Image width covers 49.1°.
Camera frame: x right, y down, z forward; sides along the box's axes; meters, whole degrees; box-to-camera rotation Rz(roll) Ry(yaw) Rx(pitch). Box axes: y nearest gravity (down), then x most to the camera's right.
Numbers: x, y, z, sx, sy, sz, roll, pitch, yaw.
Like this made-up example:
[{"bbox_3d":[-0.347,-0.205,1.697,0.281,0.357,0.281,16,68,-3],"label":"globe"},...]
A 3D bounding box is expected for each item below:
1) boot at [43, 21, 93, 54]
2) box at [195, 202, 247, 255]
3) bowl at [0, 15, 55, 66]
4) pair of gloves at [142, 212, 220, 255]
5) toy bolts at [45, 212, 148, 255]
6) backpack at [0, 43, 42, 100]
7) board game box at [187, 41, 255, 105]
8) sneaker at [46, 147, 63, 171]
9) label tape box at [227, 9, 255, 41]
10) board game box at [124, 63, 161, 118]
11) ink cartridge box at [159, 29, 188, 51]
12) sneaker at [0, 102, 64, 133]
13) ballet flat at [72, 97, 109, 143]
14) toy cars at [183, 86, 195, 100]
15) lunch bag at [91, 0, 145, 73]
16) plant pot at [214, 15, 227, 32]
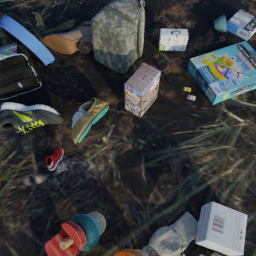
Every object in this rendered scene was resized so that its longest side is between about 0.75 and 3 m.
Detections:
[{"bbox_3d":[-2.416,-4.419,13.382,2.631,0.924,1.924,16,55,8],"label":"boot"},{"bbox_3d":[2.919,3.164,8.775,1.246,0.814,1.239,21,62,-1],"label":"box"},{"bbox_3d":[-4.318,-3.629,11.938,2.580,2.580,0.506,37,84,19],"label":"bowl"},{"bbox_3d":[1.823,4.079,8.582,2.125,0.438,2.499,-28,63,-15],"label":"pair of gloves"},{"bbox_3d":[-0.978,3.966,8.298,2.758,2.002,2.887,-45,75,21],"label":"toy bolts"},{"bbox_3d":[-4.911,-2.274,11.425,2.223,1.974,1.674,-24,48,-6],"label":"backpack"},{"bbox_3d":[4.464,-2.490,12.274,2.926,0.687,2.209,-21,62,-12],"label":"board game box"},{"bbox_3d":[-2.679,1.047,10.280,0.377,0.556,0.962,11,60,6],"label":"sneaker"},{"bbox_3d":[5.903,-5.296,13.973,1.271,0.586,1.774,37,68,18],"label":"label tape box"},{"bbox_3d":[0.558,-1.471,11.119,0.799,1.650,1.315,31,65,17],"label":"board game box"},{"bbox_3d":[2.110,-4.114,13.095,1.240,0.902,0.521,2,60,1],"label":"ink cartridge box"},{"bbox_3d":[-3.806,-0.260,10.920,2.665,0.992,1.128,5,65,13],"label":"sneaker"},{"bbox_3d":[-1.581,-0.361,10.411,0.862,0.939,2.737,34,32,-1],"label":"ballet flat"},{"bbox_3d":[2.475,-1.434,11.505,0.180,0.364,0.812,4,55,-40],"label":"toy cars"},{"bbox_3d":[-0.221,-4.096,12.065,1.870,2.683,2.251,27,64,16],"label":"lunch bag"},{"bbox_3d":[4.538,-5.118,13.821,0.524,0.778,0.778,-6,59,14],"label":"plant pot"}]
